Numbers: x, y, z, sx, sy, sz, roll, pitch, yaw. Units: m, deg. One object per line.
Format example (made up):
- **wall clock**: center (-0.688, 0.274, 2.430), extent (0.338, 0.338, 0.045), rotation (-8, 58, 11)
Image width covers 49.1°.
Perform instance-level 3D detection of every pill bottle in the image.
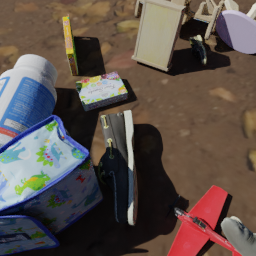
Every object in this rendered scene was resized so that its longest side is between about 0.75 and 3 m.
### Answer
- **pill bottle**: center (-2.758, -0.514, 7.234), extent (1.574, 1.574, 2.805), rotation (8, 57, 5)

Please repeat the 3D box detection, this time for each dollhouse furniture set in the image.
- **dollhouse furniture set**: center (1.426, -3.427, 9.417), extent (2.682, 1.900, 2.920), rotation (23, 39, 13)

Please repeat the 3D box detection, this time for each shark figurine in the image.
- **shark figurine**: center (1.495, 1.402, 2.894), extent (1.280, 0.765, 0.534), rotation (21, 61, 11)

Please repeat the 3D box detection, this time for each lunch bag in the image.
- **lunch bag**: center (-1.927, 1.402, 5.604), extent (2.599, 2.210, 1.656), rotation (-34, 59, -20)

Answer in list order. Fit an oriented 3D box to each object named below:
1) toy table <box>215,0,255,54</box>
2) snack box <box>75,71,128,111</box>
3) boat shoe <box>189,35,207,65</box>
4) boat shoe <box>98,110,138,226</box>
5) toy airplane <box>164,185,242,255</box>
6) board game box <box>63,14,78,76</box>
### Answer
- **toy table**: center (3.752, -3.396, 9.205), extent (1.789, 1.645, 1.048), rotation (39, 61, -24)
- **snack box**: center (-0.791, -1.110, 8.342), extent (1.333, 0.353, 0.948), rotation (-18, 59, -11)
- **boat shoe**: center (2.300, -2.541, 9.249), extent (0.426, 0.482, 1.315), rotation (-8, 51, 5)
- **boat shoe**: center (-0.266, 0.853, 6.700), extent (0.907, 1.073, 3.011), rotation (-4, 50, 1)
- **toy airplane**: center (1.832, 2.358, 6.051), extent (2.295, 0.422, 2.295), rotation (-1, 58, 1)
- **board game box**: center (-1.862, -2.718, 9.044), extent (0.291, 0.927, 1.940), rotation (-7, 57, -5)
